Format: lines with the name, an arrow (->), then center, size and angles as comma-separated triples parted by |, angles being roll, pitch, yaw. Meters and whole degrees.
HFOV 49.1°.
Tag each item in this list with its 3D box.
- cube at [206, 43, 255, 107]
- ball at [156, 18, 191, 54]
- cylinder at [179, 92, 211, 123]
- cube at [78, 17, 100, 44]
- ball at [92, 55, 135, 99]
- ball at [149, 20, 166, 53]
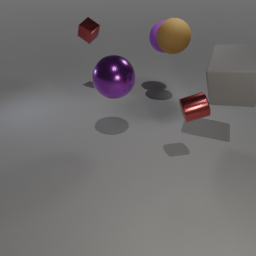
cube -> 3.338, -1.653, 8.794 | 1.400, 1.400, 1.400 | 6, 50, 26
ball -> 1.855, -3.737, 11.415 | 1.400, 1.400, 1.400 | 0, 29, 0
cylinder -> 1.866, -0.580, 7.859 | 0.700, 0.700, 0.700 | -17, 28, 6
cube -> -1.782, -4.421, 12.707 | 0.700, 0.700, 0.700 | 36, 64, 3
ball -> -0.458, -1.655, 9.127 | 1.400, 1.400, 1.400 | 0, 29, 0
ball -> 1.677, -4.169, 12.797 | 1.400, 1.400, 1.400 | 0, 29, 0
